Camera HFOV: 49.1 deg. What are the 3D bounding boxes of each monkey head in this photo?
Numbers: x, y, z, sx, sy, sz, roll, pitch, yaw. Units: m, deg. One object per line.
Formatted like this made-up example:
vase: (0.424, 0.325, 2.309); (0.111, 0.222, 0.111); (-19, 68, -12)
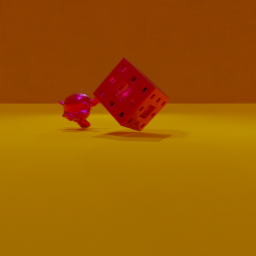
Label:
monkey head: (-1.417, -0.528, 8.311); (1.413, 0.852, 1.017); (-5, -31, 19)

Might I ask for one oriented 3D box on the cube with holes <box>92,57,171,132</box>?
cube with holes: (0.115, -0.794, 7.102); (1.180, 1.180, 1.180); (48, 13, 23)
